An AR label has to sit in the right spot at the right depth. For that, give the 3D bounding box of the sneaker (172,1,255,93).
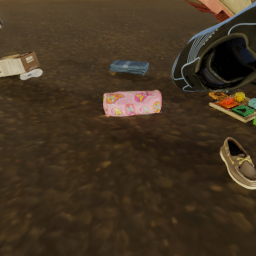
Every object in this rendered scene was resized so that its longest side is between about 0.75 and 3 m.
[{"bbox_3d":[1.399,-1.075,4.700,1.136,1.022,2.915,-47,6,-20],"label":"sneaker"}]

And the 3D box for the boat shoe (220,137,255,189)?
[{"bbox_3d":[2.517,0.753,6.326,0.530,0.439,1.476,-2,30,-3],"label":"boat shoe"}]

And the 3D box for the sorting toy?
[{"bbox_3d":[3.649,-0.780,9.047,1.537,0.372,2.730,-18,34,-27],"label":"sorting toy"}]

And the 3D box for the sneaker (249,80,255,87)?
[{"bbox_3d":[5.358,-1.833,10.824,1.563,0.590,0.899,9,39,29],"label":"sneaker"}]

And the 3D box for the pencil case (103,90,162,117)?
[{"bbox_3d":[0.149,-0.769,8.694,1.804,0.789,0.789,-6,31,-11],"label":"pencil case"}]

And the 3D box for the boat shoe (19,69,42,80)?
[{"bbox_3d":[-4.067,-2.266,11.676,0.970,0.333,0.275,-26,39,-34],"label":"boat shoe"}]

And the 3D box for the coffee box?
[{"bbox_3d":[-4.683,-2.627,11.603,1.688,0.673,0.965,-3,27,21],"label":"coffee box"}]

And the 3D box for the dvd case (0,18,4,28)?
[{"bbox_3d":[-3.530,-3.435,6.777,0.131,1.215,1.634,-26,78,-13],"label":"dvd case"}]

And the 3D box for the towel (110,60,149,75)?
[{"bbox_3d":[0.074,-2.678,12.323,1.608,0.390,0.898,7,30,15],"label":"towel"}]

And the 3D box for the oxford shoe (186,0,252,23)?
[{"bbox_3d":[2.659,-2.977,6.696,2.990,1.118,1.053,17,20,-32],"label":"oxford shoe"}]
